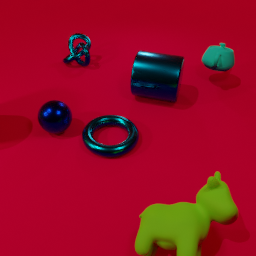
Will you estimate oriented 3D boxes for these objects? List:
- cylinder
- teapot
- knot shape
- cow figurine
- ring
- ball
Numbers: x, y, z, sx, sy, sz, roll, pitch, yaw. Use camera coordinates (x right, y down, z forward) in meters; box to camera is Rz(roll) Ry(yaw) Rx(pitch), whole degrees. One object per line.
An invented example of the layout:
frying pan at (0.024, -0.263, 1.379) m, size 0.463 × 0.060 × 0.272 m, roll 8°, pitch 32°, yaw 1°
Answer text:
cylinder at (0.867, -1.492, 8.118) m, size 1.323 × 1.323 × 1.323 m, roll 11°, pitch 42°, yaw 12°
teapot at (2.807, -2.213, 8.579) m, size 0.980 × 0.772 × 1.576 m, roll 17°, pitch 31°, yaw 17°
knot shape at (-1.819, -2.639, 9.833) m, size 1.165 × 0.575 × 1.245 m, roll -28°, pitch 64°, yaw 22°
cow figurine at (0.971, 1.464, 4.672) m, size 1.591 × 0.873 × 1.566 m, roll 4°, pitch 61°, yaw 24°
ring at (-0.434, 0.165, 6.994) m, size 1.427 × 0.285 × 1.427 m, roll 1°, pitch 41°, yaw -1°
ball at (-1.842, -0.282, 7.085) m, size 0.855 × 0.855 × 0.855 m, roll 0°, pitch 41°, yaw 0°
